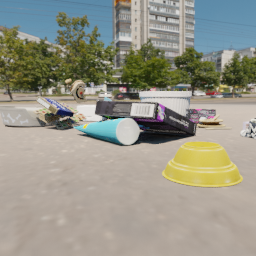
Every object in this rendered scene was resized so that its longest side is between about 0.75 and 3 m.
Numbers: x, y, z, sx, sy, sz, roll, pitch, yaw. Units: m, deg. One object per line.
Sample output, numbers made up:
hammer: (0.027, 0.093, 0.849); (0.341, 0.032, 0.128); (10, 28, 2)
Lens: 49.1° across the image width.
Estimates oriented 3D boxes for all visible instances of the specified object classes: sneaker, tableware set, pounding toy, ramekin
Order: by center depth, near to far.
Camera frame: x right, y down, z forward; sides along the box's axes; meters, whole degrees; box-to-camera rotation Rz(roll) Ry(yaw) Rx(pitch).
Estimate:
sneaker: (3.790, -0.012, 8.535); (0.381, 0.621, 0.955); (0, 6, -6)
pounding toy: (-1.939, -1.513, 10.729); (0.610, 1.067, 0.612); (-33, 42, -12)
tableware set: (2.711, -0.268, 11.356); (2.513, 0.504, 1.661); (-1, 6, -7)
ramekin: (2.107, -1.290, 15.930); (2.939, 1.542, 2.939); (1, 6, 0)

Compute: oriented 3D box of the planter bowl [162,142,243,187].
planter bowl: (1.162, 0.500, 4.420); (1.232, 0.513, 1.232); (0, 7, 0)

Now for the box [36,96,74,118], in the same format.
box: (-2.689, -0.778, 10.722); (0.946, 0.253, 1.562); (34, 5, 15)

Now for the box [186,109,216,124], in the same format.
box: (3.303, -0.523, 12.809); (1.228, 0.704, 0.811); (2, 5, 4)

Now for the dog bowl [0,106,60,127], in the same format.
dog bowl: (-4.264, -0.557, 12.426); (2.688, 0.788, 2.688); (2, 7, 0)

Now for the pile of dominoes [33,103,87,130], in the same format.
pile of dominoes: (-2.719, -0.632, 11.563); (1.571, 0.321, 2.016); (28, 27, 18)

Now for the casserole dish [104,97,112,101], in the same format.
casserole dish: (-0.558, -1.059, 15.507); (1.350, 0.432, 2.228); (29, 4, -43)

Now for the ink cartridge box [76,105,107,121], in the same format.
ink cartridge box: (-1.907, -0.819, 15.090); (1.345, 0.789, 1.837); (2, 4, 4)

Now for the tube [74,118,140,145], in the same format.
tube: (-0.655, 0.066, 8.242); (1.049, 0.682, 2.708); (10, -4, -30)

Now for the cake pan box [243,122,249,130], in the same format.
cake pan box: (4.961, 0.012, 9.323); (1.488, 0.423, 1.616); (-5, 8, -24)

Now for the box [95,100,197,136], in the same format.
box: (0.637, -0.259, 8.397); (1.979, 0.500, 2.769); (5, -6, 36)
